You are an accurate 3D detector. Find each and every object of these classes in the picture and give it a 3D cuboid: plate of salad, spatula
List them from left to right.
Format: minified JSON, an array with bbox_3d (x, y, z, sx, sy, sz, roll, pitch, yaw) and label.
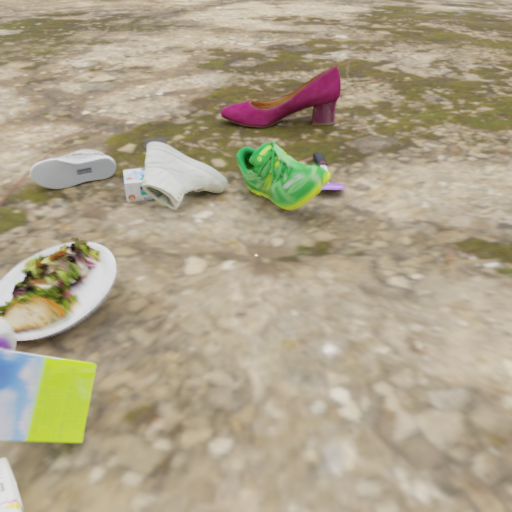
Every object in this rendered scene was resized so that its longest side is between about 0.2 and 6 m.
[{"bbox_3d":[-2.954,0.378,7.936,1.951,0.468,1.951,-10,40,9],"label":"plate of salad"},{"bbox_3d":[1.436,-1.781,11.827,0.619,0.225,2.190,0,32,-2],"label":"spatula"}]

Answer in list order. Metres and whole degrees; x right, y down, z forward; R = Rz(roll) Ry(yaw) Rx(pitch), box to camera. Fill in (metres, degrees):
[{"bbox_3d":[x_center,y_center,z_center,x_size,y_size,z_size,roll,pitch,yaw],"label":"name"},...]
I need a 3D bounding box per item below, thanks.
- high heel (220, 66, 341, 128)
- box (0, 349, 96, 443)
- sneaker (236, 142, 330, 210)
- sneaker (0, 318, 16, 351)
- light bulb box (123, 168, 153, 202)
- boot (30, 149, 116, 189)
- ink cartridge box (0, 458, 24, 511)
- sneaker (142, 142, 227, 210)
[{"bbox_3d":[0.604,-4.114,14.285,3.048,1.465,1.028,-3,33,-4],"label":"high heel"},{"bbox_3d":[-2.340,1.419,5.642,0.338,0.864,1.417,-6,-19,38],"label":"box"},{"bbox_3d":[0.354,-1.522,10.330,0.901,1.016,2.432,-49,35,-14],"label":"sneaker"},{"bbox_3d":[-3.986,1.502,6.012,2.723,1.095,1.204,-14,41,-22],"label":"sneaker"},{"bbox_3d":[-2.272,-1.415,11.072,0.654,0.412,0.660,-9,34,-11],"label":"light bulb box"},{"bbox_3d":[-3.858,-1.838,11.665,1.725,0.634,0.824,-10,27,-30],"label":"boot"},{"bbox_3d":[-2.412,2.555,4.861,0.824,0.474,1.408,-17,36,-25],"label":"ink cartridge box"},{"bbox_3d":[-1.367,-1.293,10.580,1.832,1.059,0.675,21,-22,-39],"label":"sneaker"}]
